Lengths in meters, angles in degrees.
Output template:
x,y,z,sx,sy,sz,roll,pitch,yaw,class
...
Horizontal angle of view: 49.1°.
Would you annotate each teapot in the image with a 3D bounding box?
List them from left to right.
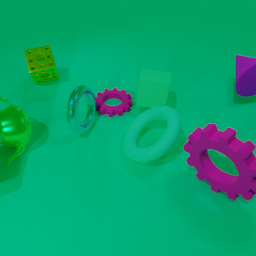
x,y,z,sx,sy,sz,roll,pitch,yaw,class
-3.273,0.063,7.781,0.964,1.224,1.968,-14,83,-35,teapot

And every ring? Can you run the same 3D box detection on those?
x,y,z,sx,sy,sz,roll,pitch,yaw,class
-1.349,-0.539,8.267,0.292,1.462,1.462,7,44,19,ring
0.642,0.137,7.719,1.814,0.363,1.814,-28,38,24,ring

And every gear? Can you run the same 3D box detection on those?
x,y,z,sx,sy,sz,roll,pitch,yaw,class
-0.505,-0.879,9.494,1.300,0.240,1.300,0,44,0,gear
2.174,0.804,6.458,1.915,1.915,0.354,34,57,30,gear

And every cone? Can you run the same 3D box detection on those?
x,y,z,sx,sy,sz,roll,pitch,yaw,class
3.839,-1.996,9.129,1.386,1.386,1.392,-9,49,-10,cone

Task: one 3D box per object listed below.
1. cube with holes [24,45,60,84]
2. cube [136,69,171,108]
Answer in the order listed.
x,y,z,sx,sy,sz,roll,pitch,yaw,class
-3.113,-2.290,10.178,0.919,0.919,0.919,-15,75,-10,cube with holes
0.821,-1.241,8.930,0.947,0.947,0.947,10,29,5,cube
